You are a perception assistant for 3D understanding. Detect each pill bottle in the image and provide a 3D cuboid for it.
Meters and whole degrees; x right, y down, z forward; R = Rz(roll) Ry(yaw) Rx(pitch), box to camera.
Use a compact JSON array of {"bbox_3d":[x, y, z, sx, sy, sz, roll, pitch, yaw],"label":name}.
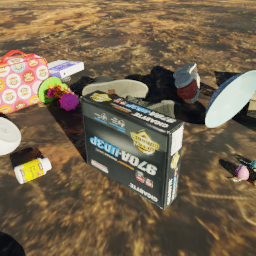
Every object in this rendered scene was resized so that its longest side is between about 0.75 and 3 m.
[{"bbox_3d":[-2.383,1.042,7.057,0.815,0.445,0.445,-22,37,-31],"label":"pill bottle"}]

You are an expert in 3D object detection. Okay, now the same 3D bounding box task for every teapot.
[{"bbox_3d":[-3.685,0.345,7.822,1.203,0.890,1.218,49,20,15],"label":"teapot"}]

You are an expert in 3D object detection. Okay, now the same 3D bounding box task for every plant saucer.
[{"bbox_3d":[3.019,-0.923,8.424,2.121,2.121,0.408,-20,53,-29],"label":"plant saucer"}]

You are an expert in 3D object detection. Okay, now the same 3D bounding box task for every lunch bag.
[{"bbox_3d":[-4.025,-1.774,10.194,2.328,2.050,0.954,-24,39,-35],"label":"lunch bag"}]

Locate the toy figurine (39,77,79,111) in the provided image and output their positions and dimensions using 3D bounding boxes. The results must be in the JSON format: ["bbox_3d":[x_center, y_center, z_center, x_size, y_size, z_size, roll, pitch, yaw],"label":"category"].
[{"bbox_3d":[-2.370,-1.144,10.540,1.322,1.078,1.436,33,17,22],"label":"toy figurine"}]

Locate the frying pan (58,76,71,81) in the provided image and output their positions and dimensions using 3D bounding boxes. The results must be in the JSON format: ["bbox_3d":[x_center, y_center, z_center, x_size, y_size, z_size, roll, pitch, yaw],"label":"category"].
[{"bbox_3d":[-3.058,-2.428,13.182,0.599,0.161,0.991,-15,37,-24],"label":"frying pan"}]

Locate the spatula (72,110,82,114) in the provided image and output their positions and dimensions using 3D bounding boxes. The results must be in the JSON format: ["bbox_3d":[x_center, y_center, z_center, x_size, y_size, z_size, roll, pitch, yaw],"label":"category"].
[{"bbox_3d":[-1.645,-0.542,10.054,0.897,0.092,0.253,13,33,20],"label":"spatula"}]

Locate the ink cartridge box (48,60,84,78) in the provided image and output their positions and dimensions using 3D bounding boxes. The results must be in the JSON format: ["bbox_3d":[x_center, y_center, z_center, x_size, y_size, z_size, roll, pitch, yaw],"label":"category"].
[{"bbox_3d":[-3.415,-2.769,13.295,1.892,0.414,1.910,15,33,36],"label":"ink cartridge box"}]

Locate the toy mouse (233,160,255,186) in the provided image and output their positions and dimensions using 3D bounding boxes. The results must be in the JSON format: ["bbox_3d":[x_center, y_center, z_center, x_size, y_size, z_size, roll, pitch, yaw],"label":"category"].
[{"bbox_3d":[3.203,1.068,7.201,1.302,0.252,1.157,-4,31,-7],"label":"toy mouse"}]

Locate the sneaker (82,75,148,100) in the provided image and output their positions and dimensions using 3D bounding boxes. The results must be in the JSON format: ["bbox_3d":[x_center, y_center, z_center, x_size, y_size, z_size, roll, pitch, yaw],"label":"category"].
[{"bbox_3d":[-0.467,-1.684,11.133,2.520,0.942,1.339,1,31,3],"label":"sneaker"}]

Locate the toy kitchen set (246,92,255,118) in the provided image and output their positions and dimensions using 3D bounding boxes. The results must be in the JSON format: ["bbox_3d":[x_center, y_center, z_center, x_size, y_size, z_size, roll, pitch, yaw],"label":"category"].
[{"bbox_3d":[4.710,-0.644,8.721,1.992,1.625,1.797,22,37,32],"label":"toy kitchen set"}]

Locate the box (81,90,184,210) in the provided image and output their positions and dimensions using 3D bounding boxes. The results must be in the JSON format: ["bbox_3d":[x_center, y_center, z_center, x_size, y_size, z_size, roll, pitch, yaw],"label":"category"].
[{"bbox_3d":[0.012,0.422,6.539,2.570,2.042,0.591,24,39,34],"label":"box"}]

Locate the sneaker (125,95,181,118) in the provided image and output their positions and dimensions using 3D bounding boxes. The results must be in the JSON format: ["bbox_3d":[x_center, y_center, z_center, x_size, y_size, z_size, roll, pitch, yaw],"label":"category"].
[{"bbox_3d":[0.596,-0.683,9.522,2.285,0.874,1.309,-14,40,-13],"label":"sneaker"}]

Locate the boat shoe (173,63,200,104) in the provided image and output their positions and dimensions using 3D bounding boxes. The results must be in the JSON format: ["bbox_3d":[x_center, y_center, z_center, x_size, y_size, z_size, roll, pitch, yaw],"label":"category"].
[{"bbox_3d":[2.504,-1.933,11.615,1.028,0.904,2.888,-26,19,23],"label":"boat shoe"}]
